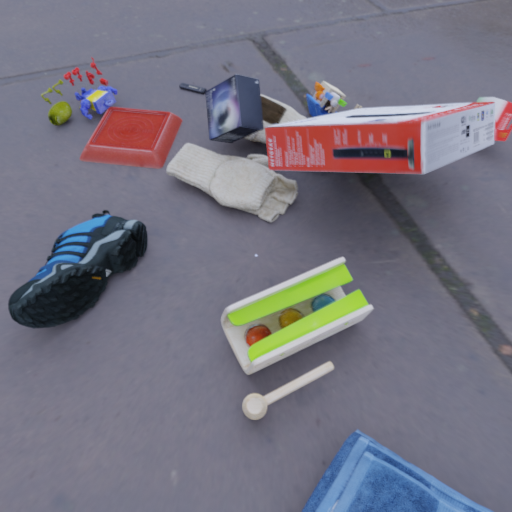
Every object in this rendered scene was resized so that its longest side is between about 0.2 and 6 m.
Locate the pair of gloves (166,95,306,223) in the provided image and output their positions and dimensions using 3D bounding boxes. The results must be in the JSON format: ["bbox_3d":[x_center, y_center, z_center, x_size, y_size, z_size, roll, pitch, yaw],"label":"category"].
[{"bbox_3d":[-0.007,-2.221,11.759,2.689,0.554,3.162,30,60,16],"label":"pair of gloves"}]

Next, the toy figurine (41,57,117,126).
[{"bbox_3d":[-3.890,-3.714,13.099,1.117,0.984,1.865,24,54,23],"label":"toy figurine"}]

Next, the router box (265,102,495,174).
[{"bbox_3d":[2.367,-2.233,10.423,3.026,0.824,3.372,8,22,38],"label":"router box"}]

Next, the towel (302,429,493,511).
[{"bbox_3d":[2.214,3.730,6.406,3.574,0.867,1.995,27,54,22],"label":"towel"}]

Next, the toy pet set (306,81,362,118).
[{"bbox_3d":[1.664,-3.323,12.768,1.573,0.835,1.469,16,30,-35],"label":"toy pet set"}]

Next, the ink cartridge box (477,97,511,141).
[{"bbox_3d":[5.096,-2.964,12.134,0.293,0.940,1.168,27,2,-24],"label":"ink cartridge box"}]

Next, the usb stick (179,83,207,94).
[{"bbox_3d":[-1.607,-4.243,14.197,0.723,0.118,0.201,19,50,16],"label":"usb stick"}]

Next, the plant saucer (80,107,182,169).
[{"bbox_3d":[-2.819,-2.777,12.710,1.902,0.350,1.906,7,47,6],"label":"plant saucer"}]

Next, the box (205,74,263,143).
[{"bbox_3d":[-0.457,-2.967,11.373,0.656,1.056,1.065,-2,85,-41],"label":"box"}]

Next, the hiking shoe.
[{"bbox_3d":[-3.157,0.207,9.647,1.225,1.051,2.826,21,41,26],"label":"hiking shoe"}]

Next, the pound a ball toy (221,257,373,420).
[{"bbox_3d":[0.587,1.296,8.679,2.494,1.060,1.626,-23,74,-17],"label":"pound a ball toy"}]
